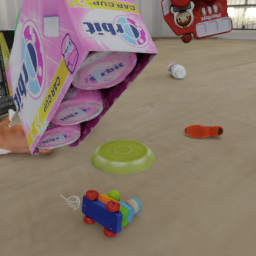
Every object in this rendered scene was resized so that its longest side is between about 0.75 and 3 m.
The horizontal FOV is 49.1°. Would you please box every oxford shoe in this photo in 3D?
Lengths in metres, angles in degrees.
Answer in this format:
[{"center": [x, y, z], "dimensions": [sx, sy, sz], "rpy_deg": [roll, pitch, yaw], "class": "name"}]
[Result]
[{"center": [2.207, 0.120, 8.213], "dimensions": [1.106, 0.394, 0.401], "rpy_deg": [3, -4, 11], "class": "oxford shoe"}]

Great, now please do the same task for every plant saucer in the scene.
[{"center": [-0.125, 0.639, 6.974], "dimensions": [1.612, 0.250, 1.612], "rpy_deg": [0, 23, 0], "class": "plant saucer"}]

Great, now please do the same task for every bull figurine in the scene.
[{"center": [-2.928, 0.170, 7.249], "dimensions": [2.284, 0.744, 1.387], "rpy_deg": [5, 48, -2], "class": "bull figurine"}]

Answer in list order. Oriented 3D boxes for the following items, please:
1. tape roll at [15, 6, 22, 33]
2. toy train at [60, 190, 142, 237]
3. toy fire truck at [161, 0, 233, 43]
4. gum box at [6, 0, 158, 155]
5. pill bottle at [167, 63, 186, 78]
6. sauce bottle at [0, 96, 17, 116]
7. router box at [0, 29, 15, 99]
[{"center": [-2.830, -3.033, 8.449], "dimensions": [1.681, 1.681, 0.404], "rpy_deg": [19, 11, 38], "class": "tape roll"}, {"center": [-0.473, 1.312, 5.014], "dimensions": [1.362, 0.576, 0.788], "rpy_deg": [17, 18, 36], "class": "toy train"}, {"center": [2.273, -3.863, 9.349], "dimensions": [2.174, 1.826, 1.219], "rpy_deg": [-10, 13, 12], "class": "toy fire truck"}, {"center": [-0.855, -0.762, 3.657], "dimensions": [0.834, 1.431, 2.521], "rpy_deg": [-10, -20, -35], "class": "gum box"}, {"center": [2.730, -3.175, 15.596], "dimensions": [0.730, 0.730, 1.320], "rpy_deg": [-4, 23, -10], "class": "pill bottle"}, {"center": [-4.786, -0.395, 8.563], "dimensions": [0.935, 0.935, 2.890], "rpy_deg": [14, 28, 30], "class": "sauce bottle"}, {"center": [-4.854, -2.286, 10.742], "dimensions": [0.725, 2.774, 2.181], "rpy_deg": [9, 23, 24], "class": "router box"}]
